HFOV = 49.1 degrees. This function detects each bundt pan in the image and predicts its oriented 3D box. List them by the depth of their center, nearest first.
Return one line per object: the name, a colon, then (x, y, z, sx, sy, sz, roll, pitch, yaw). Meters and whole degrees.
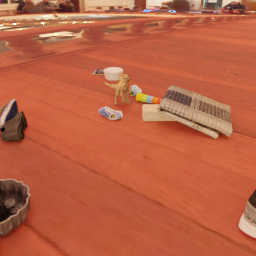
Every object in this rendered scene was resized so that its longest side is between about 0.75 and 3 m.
bundt pan: (-2.856, 1.782, 6.088, 1.509, 0.566, 1.509, 0, 29, 0)

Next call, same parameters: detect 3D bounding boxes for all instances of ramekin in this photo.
ramekin: (-0.772, -2.855, 14.853, 1.032, 0.481, 1.032, 0, 29, 0)

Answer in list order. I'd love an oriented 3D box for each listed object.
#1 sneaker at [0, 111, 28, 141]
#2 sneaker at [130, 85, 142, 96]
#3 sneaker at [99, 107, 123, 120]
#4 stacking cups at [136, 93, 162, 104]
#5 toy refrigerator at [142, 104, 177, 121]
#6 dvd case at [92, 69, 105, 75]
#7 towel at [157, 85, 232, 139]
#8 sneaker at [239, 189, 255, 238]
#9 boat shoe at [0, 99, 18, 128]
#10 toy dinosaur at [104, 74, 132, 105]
sneaker: (-3.921, -0.090, 9.589, 0.766, 0.641, 1.688, -12, 26, -4)
sneaker: (0.212, -1.743, 12.932, 0.556, 0.339, 0.852, -13, 30, -25)
sneaker: (-0.701, -0.552, 10.647, 1.009, 0.382, 0.389, 12, 27, 24)
stacking cups: (0.974, -1.200, 11.973, 1.230, 0.372, 0.372, 17, 32, 19)
toy refrigerator: (1.245, -0.564, 10.596, 1.373, 0.480, 0.521, -1, 35, -1)
dvd case: (-1.338, -3.140, 15.793, 1.240, 0.099, 0.922, 2, 28, 4)
towel: (2.544, -0.649, 10.366, 2.665, 0.460, 2.566, 22, 30, 8)
sneaker: (3.383, 1.521, 6.098, 2.294, 1.003, 0.846, -16, 32, -27)
boat shoe: (-4.588, -0.556, 10.365, 0.667, 0.666, 1.844, -4, 28, -3)
toy dinosaur: (-0.263, -1.614, 11.668, 0.716, 1.245, 2.462, -6, 2, -22)
